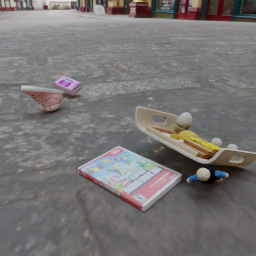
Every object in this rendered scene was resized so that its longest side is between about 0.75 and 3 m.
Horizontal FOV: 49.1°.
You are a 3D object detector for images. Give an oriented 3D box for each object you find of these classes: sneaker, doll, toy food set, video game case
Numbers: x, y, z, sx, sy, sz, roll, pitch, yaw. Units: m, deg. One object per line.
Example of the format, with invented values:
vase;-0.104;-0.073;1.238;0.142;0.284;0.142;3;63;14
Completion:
sneaker;-2.977;-0.990;9.757;0.615;0.855;1.635;16;9;35
doll;1.628;1.003;5.765;0.845;0.300;1.238;-13;-16;21
toy food set;1.621;0.139;6.826;1.849;0.778;2.576;10;14;-45
video game case;0.030;1.066;6.517;1.999;0.174;1.429;21;33;36

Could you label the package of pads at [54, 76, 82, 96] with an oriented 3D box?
package of pads;-2.453;-1.737;11.508;1.013;0.383;0.611;25;50;23
